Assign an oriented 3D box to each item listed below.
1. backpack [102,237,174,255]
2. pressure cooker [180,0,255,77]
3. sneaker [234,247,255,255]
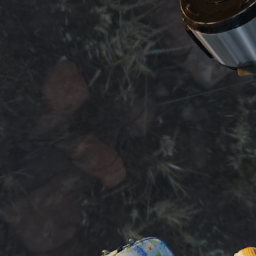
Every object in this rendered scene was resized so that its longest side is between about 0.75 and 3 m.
[{"bbox_3d":[0.158,2.508,4.548,1.300,1.691,1.380,-43,66,3],"label":"backpack"},{"bbox_3d":[2.302,-2.186,5.507,1.938,2.204,1.968,-51,48,13],"label":"pressure cooker"},{"bbox_3d":[2.310,3.071,4.386,0.996,0.850,2.259,-41,71,14],"label":"sneaker"}]
